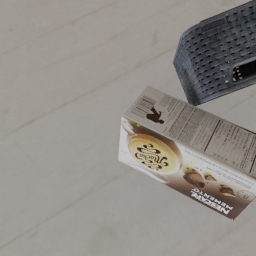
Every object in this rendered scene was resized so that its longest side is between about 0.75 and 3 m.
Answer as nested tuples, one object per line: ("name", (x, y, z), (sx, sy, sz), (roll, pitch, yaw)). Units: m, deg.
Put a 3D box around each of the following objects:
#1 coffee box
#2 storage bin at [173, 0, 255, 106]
("coffee box", (1.241, 0.486, 5.610), (2.707, 1.530, 1.081), (27, 53, 15))
("storage bin", (2.162, -1.433, 6.034), (1.937, 2.865, 1.343), (-20, 88, 5))
